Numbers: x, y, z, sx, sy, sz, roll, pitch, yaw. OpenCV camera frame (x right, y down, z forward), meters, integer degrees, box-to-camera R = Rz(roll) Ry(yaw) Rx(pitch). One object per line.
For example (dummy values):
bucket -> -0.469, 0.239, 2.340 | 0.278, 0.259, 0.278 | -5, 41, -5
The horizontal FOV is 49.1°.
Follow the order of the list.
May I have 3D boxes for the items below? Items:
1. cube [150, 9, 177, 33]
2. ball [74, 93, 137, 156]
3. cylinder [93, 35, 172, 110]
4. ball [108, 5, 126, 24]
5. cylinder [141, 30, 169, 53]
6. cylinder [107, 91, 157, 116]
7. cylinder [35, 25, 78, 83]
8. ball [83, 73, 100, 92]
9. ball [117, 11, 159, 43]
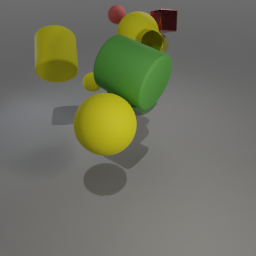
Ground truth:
cube -> 1.254, -3.779, 9.932 | 0.700, 0.700, 0.700 | -8, 16, -28
ball -> -0.509, -0.081, 6.279 | 1.400, 1.400, 1.400 | 0, 31, 0
cylinder -> 0.124, -1.353, 6.804 | 1.400, 1.400, 1.400 | 30, 41, 22
ball -> -0.427, -4.388, 10.852 | 0.700, 0.700, 0.700 | 0, 31, 0
cylinder -> 0.816, -2.540, 8.454 | 0.700, 0.700, 0.700 | 12, 13, 19
cylinder -> 0.188, -1.175, 9.035 | 1.400, 1.400, 1.400 | 10, -3, 16
cylinder -> -2.461, -2.507, 9.610 | 1.400, 1.400, 1.400 | -5, 68, -8
ball -> -1.294, -1.663, 10.207 | 0.700, 0.700, 0.700 | 0, 31, 0
ball -> 0.328, -3.133, 9.343 | 1.400, 1.400, 1.400 | 0, 31, 0
